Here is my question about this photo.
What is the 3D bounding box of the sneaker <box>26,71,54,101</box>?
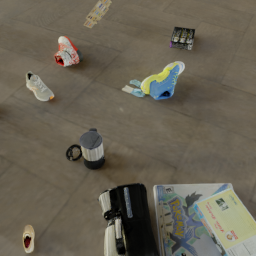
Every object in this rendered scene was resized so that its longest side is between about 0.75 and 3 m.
[{"bbox_3d":[-4.061,-1.900,12.609,1.833,0.843,0.694,35,58,26],"label":"sneaker"}]

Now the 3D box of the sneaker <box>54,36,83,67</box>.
[{"bbox_3d":[-3.383,-3.989,14.478,1.198,0.747,2.236,-28,57,-25],"label":"sneaker"}]

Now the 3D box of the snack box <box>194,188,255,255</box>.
[{"bbox_3d":[3.110,3.013,8.194,1.340,0.428,2.306,-17,52,-15],"label":"snack box"}]

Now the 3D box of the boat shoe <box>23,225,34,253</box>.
[{"bbox_3d":[-3.011,3.301,8.457,0.317,0.297,0.860,-14,50,-12],"label":"boat shoe"}]

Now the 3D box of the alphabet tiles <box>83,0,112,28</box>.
[{"bbox_3d":[-1.091,-4.167,10.157,0.047,1.242,1.493,43,15,-4],"label":"alphabet tiles"}]

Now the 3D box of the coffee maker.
[{"bbox_3d":[0.262,2.903,8.216,2.148,1.506,2.236,7,48,-18],"label":"coffee maker"}]

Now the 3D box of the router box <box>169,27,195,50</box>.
[{"bbox_3d":[3.041,-5.002,15.576,1.216,0.416,1.630,12,50,10],"label":"router box"}]

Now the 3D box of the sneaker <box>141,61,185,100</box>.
[{"bbox_3d":[1.861,-2.043,12.813,2.501,0.947,1.314,-33,68,-17],"label":"sneaker"}]

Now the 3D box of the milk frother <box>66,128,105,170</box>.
[{"bbox_3d":[-1.584,0.740,10.029,1.361,1.281,1.229,-14,50,-12],"label":"milk frother"}]

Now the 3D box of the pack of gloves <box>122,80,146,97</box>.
[{"bbox_3d":[0.439,-1.909,13.031,1.135,0.224,0.954,25,54,20],"label":"pack of gloves"}]

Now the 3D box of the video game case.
[{"bbox_3d":[2.246,3.068,8.634,2.660,0.321,2.918,-1,49,-2],"label":"video game case"}]
